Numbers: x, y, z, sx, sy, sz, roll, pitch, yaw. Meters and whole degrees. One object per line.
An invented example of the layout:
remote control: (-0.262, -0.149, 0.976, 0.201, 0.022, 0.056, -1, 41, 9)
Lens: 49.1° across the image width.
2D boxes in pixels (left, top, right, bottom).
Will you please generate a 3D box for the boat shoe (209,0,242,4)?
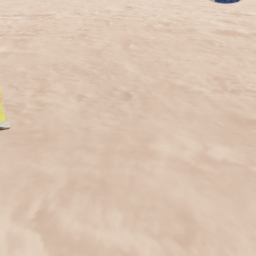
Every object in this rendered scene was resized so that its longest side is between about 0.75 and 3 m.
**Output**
boat shoe: (2.076, -4.226, 8.055, 2.797, 1.010, 1.012, 6, 23, -11)

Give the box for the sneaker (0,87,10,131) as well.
sneaker: (-1.995, -0.373, 3.765, 0.633, 0.731, 1.620, -9, 21, -25)
